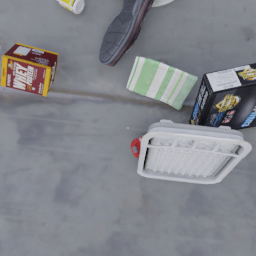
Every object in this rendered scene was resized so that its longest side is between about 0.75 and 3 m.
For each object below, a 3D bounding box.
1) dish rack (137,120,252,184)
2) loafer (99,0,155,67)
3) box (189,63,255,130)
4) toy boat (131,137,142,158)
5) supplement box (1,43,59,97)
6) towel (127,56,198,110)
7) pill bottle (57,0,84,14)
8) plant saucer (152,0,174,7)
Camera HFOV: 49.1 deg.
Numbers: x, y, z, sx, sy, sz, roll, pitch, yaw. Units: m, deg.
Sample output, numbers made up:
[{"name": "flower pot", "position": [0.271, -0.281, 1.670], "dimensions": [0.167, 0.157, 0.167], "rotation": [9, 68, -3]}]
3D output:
[{"name": "dish rack", "position": [1.534, 0.664, 7.373], "dimensions": [2.478, 2.888, 0.629], "rotation": [6, 59, 1]}, {"name": "loafer", "position": [0.138, -3.126, 8.417], "dimensions": [1.054, 0.924, 2.932], "rotation": [32, 99, 44]}, {"name": "box", "position": [3.109, -0.713, 7.439], "dimensions": [2.605, 2.624, 0.652], "rotation": [-10, 64, -1]}, {"name": "toy boat", "position": [0.556, 0.520, 8.288], "dimensions": [0.898, 0.587, 0.586], "rotation": [-18, 88, -13]}, {"name": "supplement box", "position": [-2.747, -1.676, 7.944], "dimensions": [1.258, 1.275, 0.847], "rotation": [13, 122, -10]}, {"name": "towel", "position": [0.923, -1.300, 8.191], "dimensions": [1.799, 1.372, 0.210], "rotation": [22, 52, 1]}, {"name": "pill bottle", "position": [-1.833, -3.963, 8.710], "dimensions": [0.883, 0.492, 0.492], "rotation": [33, 86, 13]}, {"name": "plant saucer", "position": [0.661, -4.755, 8.021], "dimensions": [2.523, 2.523, 0.633], "rotation": [6, 59, 0]}]
